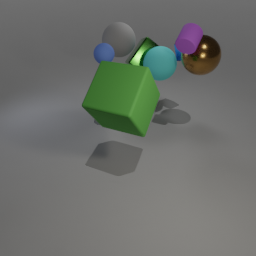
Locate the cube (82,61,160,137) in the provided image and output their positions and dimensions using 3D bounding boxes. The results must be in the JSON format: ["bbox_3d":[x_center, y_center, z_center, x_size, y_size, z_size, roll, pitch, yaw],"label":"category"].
[{"bbox_3d":[-0.125,-0.763,7.505,1.400,1.400,1.400,14,73,24],"label":"cube"}]

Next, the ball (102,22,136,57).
[{"bbox_3d":[-0.382,-3.667,11.676,1.400,1.400,1.400,0,30,0],"label":"ball"}]

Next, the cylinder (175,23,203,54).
[{"bbox_3d":[1.965,-2.869,9.005,0.700,0.700,0.700,17,67,27],"label":"cylinder"}]

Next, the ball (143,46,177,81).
[{"bbox_3d":[1.332,-2.683,11.680,1.400,1.400,1.400,0,30,0],"label":"ball"}]

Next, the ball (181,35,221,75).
[{"bbox_3d":[2.595,-2.587,9.981,1.400,1.400,1.400,0,30,0],"label":"ball"}]

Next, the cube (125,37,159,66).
[{"bbox_3d":[0.888,-3.184,12.965,1.400,1.400,1.400,35,8,-14],"label":"cube"}]

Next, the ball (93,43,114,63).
[{"bbox_3d":[-0.804,-2.480,9.376,0.700,0.700,0.700,0,30,0],"label":"ball"}]

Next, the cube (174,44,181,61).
[{"bbox_3d":[2.406,-3.166,11.376,0.700,0.700,0.700,-26,23,-32],"label":"cube"}]
